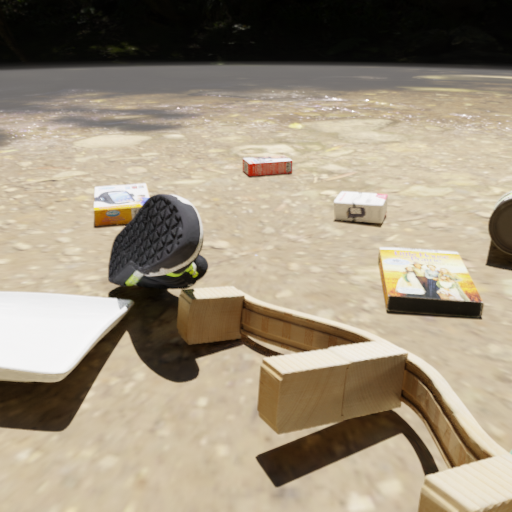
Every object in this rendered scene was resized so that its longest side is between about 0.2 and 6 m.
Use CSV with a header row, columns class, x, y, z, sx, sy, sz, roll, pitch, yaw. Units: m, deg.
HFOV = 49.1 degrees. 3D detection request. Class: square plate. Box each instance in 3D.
class,x,y,z,sx,sy,sz,roll,pitch,yaw
square plate,-2.779,0.896,6.410,2.207,0.314,2.186,3,15,5

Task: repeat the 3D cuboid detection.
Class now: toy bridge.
class,x,y,z,sx,sy,sz,roll,pitch,yaw
toy bridge,0.766,1.151,5.108,1.528,0.618,4.544,-2,13,-29

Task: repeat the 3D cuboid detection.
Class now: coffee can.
class,x,y,z,sx,sy,sz,roll,pitch,yaw
coffee can,4.328,-0.571,9.169,0.927,0.927,1.266,10,16,23

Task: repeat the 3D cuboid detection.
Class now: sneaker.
class,x,y,z,sx,sy,sz,roll,pitch,yaw
sneaker,-1.058,-0.090,7.212,1.124,0.973,2.714,12,-12,-27

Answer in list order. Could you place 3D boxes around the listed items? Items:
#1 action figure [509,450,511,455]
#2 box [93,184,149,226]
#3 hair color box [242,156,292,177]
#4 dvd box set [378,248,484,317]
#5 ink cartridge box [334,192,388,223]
class,x,y,z,sx,sy,sz,roll,pitch,yaw
action figure,3.265,1.512,4.494,2.060,0.954,3.488,17,32,38
box,-2.713,-1.097,11.352,1.090,0.380,1.831,-6,26,-13
hair color box,0.281,-2.272,14.110,1.131,0.362,0.627,-6,23,-17
dvd box set,2.457,0.334,8.128,1.254,0.252,1.714,4,24,7
ink cartridge box,2.038,-0.951,10.906,0.931,0.393,0.674,6,25,20
